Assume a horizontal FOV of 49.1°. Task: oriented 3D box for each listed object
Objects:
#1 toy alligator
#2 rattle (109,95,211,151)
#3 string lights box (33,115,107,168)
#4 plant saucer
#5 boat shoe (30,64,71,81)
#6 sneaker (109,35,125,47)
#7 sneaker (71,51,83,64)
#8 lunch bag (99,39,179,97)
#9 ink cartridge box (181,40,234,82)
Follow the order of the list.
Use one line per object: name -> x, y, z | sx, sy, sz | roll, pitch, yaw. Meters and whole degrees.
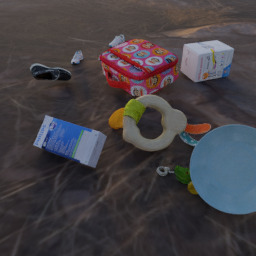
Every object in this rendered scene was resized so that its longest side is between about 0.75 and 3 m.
toy alligator -> 1.636, 1.192, 6.707 | 2.022, 0.486, 0.670 | 16, 37, 20
rattle -> 0.890, 0.037, 8.455 | 2.532, 1.809, 1.649 | 4, 65, -21
string lights box -> -1.564, 0.343, 7.504 | 1.760, 0.519, 0.904 | 17, 80, 22
plant saucer -> 2.289, 0.867, 6.018 | 1.879, 1.879, 0.362 | 10, 0, 14
boat shoe -> -2.961, -2.045, 10.975 | 1.660, 0.596, 0.561 | 3, 46, -41
sneaker -> -0.620, -4.652, 15.030 | 0.457, 0.483, 1.196 | 21, 41, 25
sneaker -> -2.429, -3.360, 13.235 | 0.384, 0.444, 1.025 | 6, 37, 7
lunch bag -> 0.255, -2.360, 11.039 | 2.568, 1.195, 2.916 | -30, 45, -23
ink cartridge box -> 3.275, -2.820, 11.752 | 1.687, 1.242, 1.220 | -13, 37, -16
